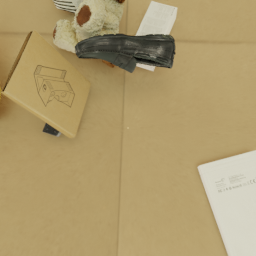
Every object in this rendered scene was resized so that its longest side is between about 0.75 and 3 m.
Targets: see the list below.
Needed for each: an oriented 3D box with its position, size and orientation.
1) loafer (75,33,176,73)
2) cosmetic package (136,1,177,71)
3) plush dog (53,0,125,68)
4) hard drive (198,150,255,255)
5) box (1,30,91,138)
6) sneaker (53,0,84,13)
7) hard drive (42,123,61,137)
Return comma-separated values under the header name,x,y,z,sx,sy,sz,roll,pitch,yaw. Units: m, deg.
name,x,y,z,sx,sy,sz,roll,pitch,yaw
loafer,-0.009,-1.840,7.008,2.589,0.879,0.909,-5,95,-15
cosmetic package,0.753,-2.814,8.543,0.870,0.534,2.108,20,72,12
plush dog,-0.771,-3.066,8.075,1.912,2.383,2.047,28,73,-32
hard drive,2.924,1.926,7.028,1.607,0.325,2.436,-14,71,-5
box,-1.884,-1.018,7.039,0.236,2.215,1.811,-7,58,33
sneaker,-1.386,-4.445,8.647,2.315,1.332,0.873,-34,70,-13
hard drive,-1.938,-0.193,7.740,0.587,0.184,0.871,15,72,24
